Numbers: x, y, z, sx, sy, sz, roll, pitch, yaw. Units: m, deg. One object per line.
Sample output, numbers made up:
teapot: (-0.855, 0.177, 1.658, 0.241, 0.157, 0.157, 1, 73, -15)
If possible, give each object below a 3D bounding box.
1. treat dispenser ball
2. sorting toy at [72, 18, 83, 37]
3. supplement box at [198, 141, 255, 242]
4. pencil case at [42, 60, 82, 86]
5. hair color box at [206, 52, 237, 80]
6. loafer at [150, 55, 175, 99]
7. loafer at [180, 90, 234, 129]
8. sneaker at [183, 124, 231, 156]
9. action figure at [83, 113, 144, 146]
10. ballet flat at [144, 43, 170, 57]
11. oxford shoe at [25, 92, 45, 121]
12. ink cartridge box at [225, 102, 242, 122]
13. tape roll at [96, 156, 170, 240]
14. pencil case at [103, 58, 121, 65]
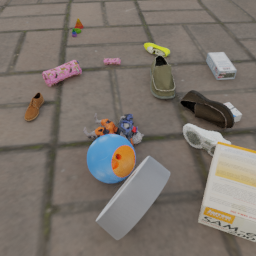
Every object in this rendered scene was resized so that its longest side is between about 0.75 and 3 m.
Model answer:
treat dispenser ball: (-0.525, 0.970, 8.919, 1.559, 1.559, 1.559, 0, 43, 0)
sorting toy: (-3.170, -6.237, 17.244, 0.589, 0.585, 1.700, 4, 43, 4)
supplement box: (3.230, 1.788, 8.451, 1.657, 0.967, 2.630, 16, 46, 16)
pencil case: (-3.125, -2.595, 13.277, 1.845, 0.798, 0.764, -29, 93, -27)
hair color box: (4.616, -3.112, 13.961, 0.883, 0.541, 1.784, -4, 43, -4)
loafer: (1.514, -2.388, 12.857, 1.075, 0.996, 2.859, -5, 44, -5)
loafer: (3.058, -0.621, 11.160, 0.910, 0.931, 2.551, -28, 40, -21)
sneaker: (2.890, 0.380, 10.239, 1.852, 0.721, 0.920, 35, 45, 18)
action figure: (-0.401, 0.087, 10.523, 2.045, 1.106, 2.114, 17, 19, 7)
ballet flat: (1.501, -4.213, 15.180, 1.568, 0.524, 0.526, 21, 57, 19)
oxford shoe: (-3.944, -0.906, 11.637, 0.551, 0.551, 1.546, 4, 45, 2)
ink cartridge box: (4.064, -0.682, 11.519, 0.621, 0.363, 1.070, -16, 46, -16)
tape roll: (0.134, 1.807, 7.437, 0.741, 2.243, 2.243, 39, 52, 4)
pencil case: (-0.816, -3.434, 14.431, 0.870, 0.376, 0.360, 0, 59, 2)
